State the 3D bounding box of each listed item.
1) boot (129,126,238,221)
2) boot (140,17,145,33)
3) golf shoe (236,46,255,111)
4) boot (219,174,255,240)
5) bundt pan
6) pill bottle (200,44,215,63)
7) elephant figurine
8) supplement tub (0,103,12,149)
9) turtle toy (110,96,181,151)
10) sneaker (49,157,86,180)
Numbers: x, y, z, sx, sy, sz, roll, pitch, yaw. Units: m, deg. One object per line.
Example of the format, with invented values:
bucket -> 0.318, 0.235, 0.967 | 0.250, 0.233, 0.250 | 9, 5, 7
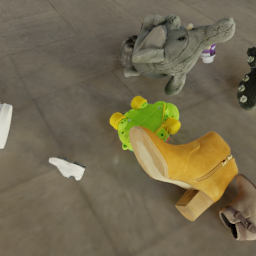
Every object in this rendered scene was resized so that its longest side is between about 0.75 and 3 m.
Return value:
boot -> 1.267, 0.537, 5.974 | 1.757, 0.863, 2.454 | -41, 102, -25
boot -> 0.556, -3.161, 9.332 | 0.336, 0.917, 0.690 | 7, 65, 4
golf shoe -> 3.935, -1.410, 8.322 | 0.869, 0.992, 2.252 | 1, 63, 48
boot -> 2.323, 1.641, 5.820 | 0.953, 0.458, 1.303 | -12, 53, -18
bundt pan -> 0.495, -2.714, 9.697 | 1.674, 0.628, 1.674 | 0, 47, 0
pill bottle -> 2.643, -2.638, 9.303 | 0.495, 0.880, 0.495 | -11, 38, 8
elephant figurine -> 1.116, -1.991, 7.507 | 2.106, 2.310, 2.977 | 4, 28, -6
supplement tub -> -3.838, -0.193, 6.692 | 1.807, 1.307, 1.307 | 11, 45, -18
turtle toy -> 0.564, -0.049, 6.979 | 1.424, 0.987, 1.953 | 37, 62, 26
sneaker -> -1.460, 0.927, 6.537 | 0.943, 0.351, 0.411 | 18, 92, 19
